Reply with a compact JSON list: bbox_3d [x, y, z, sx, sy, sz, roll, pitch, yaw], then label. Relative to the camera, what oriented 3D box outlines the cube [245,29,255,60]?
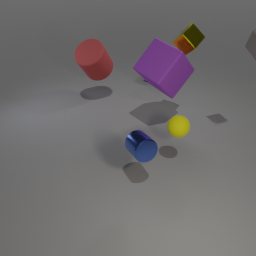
[{"bbox_3d":[4.230,-2.646,8.699,0.700,0.700,0.700,-18,63,-10],"label":"cube"}]

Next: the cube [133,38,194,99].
[{"bbox_3d":[1.349,-2.207,10.454,1.400,1.400,1.400,41,6,34],"label":"cube"}]

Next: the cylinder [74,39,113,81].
[{"bbox_3d":[-1.541,-3.104,12.849,1.400,1.400,1.400,-5,70,15],"label":"cylinder"}]

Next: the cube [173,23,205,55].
[{"bbox_3d":[2.193,-3.197,10.132,0.700,0.700,0.700,-50,13,-20],"label":"cube"}]

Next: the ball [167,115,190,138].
[{"bbox_3d":[1.590,-0.050,8.811,0.700,0.700,0.700,0,31,0],"label":"ball"}]

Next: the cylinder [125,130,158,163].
[{"bbox_3d":[0.360,0.500,7.746,0.700,0.700,0.700,-13,27,-20],"label":"cylinder"}]
